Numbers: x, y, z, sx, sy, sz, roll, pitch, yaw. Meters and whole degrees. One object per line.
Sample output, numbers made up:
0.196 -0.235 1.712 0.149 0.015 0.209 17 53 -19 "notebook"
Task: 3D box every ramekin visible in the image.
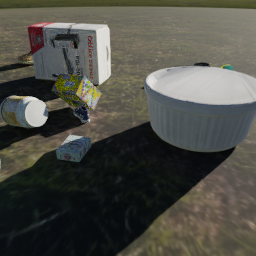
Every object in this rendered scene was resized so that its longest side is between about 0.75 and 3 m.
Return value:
1.872 -0.561 7.292 2.973 1.384 2.973 0 29 0 "ramekin"

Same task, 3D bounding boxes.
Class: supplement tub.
-2.762 -0.428 7.463 1.137 0.821 0.821 7 27 36 "supplement tub"

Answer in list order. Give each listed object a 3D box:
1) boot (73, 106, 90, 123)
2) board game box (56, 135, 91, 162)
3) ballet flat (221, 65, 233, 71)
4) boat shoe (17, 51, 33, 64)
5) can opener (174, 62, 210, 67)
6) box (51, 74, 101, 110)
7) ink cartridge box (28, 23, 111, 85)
-1.364 -0.502 8.233 0.324 0.403 0.892 -17 32 -29 "boot"
-1.258 0.467 6.581 0.560 0.244 0.759 6 27 13 "board game box"
3.689 -2.193 11.328 0.571 0.569 1.703 7 28 40 "ballet flat"
-4.355 -3.783 13.920 0.972 0.872 2.626 17 33 30 "boat shoe"
2.686 -2.491 11.896 1.700 0.668 0.539 7 35 31 "can opener"
-1.551 -1.085 8.470 1.021 0.983 0.623 12 71 32 "box"
-2.252 -2.955 11.030 2.873 2.109 1.191 7 28 16 "ink cartridge box"
